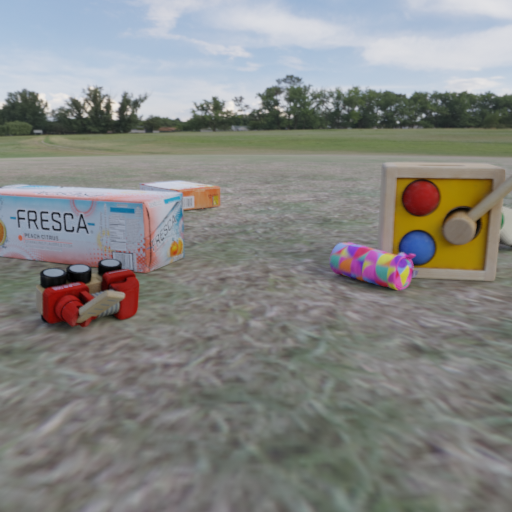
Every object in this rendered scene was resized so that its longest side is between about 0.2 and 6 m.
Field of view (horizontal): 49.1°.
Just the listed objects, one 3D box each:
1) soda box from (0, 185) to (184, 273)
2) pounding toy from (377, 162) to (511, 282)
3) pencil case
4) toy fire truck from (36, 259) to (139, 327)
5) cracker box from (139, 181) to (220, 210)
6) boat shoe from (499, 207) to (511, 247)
[{"bbox_3d":[-3.381,-0.606,10.566,4.019,1.278,1.375,6,14,21],"label":"soda box"},{"bbox_3d":[3.217,-0.715,9.103,2.317,2.133,1.647,2,13,10],"label":"pounding toy"},{"bbox_3d":[1.836,0.141,8.887,0.612,0.612,1.384,-12,17,-41],"label":"pencil case"},{"bbox_3d":[-1.913,0.524,6.938,1.202,0.879,1.366,-11,28,-41],"label":"toy fire truck"},{"bbox_3d":[-2.409,-1.902,17.496,1.551,0.668,2.316,-11,18,-39],"label":"cracker box"},{"bbox_3d":[4.735,-0.633,11.223,1.909,0.686,0.568,25,-21,-10],"label":"boat shoe"}]
